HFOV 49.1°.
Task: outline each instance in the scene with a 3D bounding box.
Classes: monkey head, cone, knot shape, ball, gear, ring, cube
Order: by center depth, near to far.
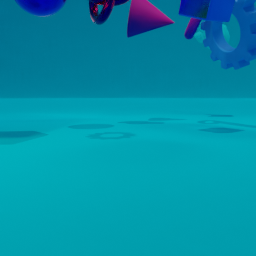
[{"bbox_3d":[1.586,-2.563,5.539,0.759,0.759,0.759,-14,33,-37],"label":"cube"},{"bbox_3d":[-1.944,-3.123,6.148,1.263,1.263,1.263,0,7,0],"label":"ball"},{"bbox_3d":[2.609,-2.475,7.107,0.357,1.931,1.931,-21,13,-17],"label":"gear"},{"bbox_3d":[-0.660,-3.408,7.153,1.577,1.476,0.729,19,23,13],"label":"knot shape"},{"bbox_3d":[1.876,-3.034,7.593,0.255,1.276,1.276,23,8,2],"label":"ring"},{"bbox_3d":[0.752,-3.313,8.503,1.336,1.331,1.331,11,7,3],"label":"cone"},{"bbox_3d":[3.082,-3.396,10.503,1.870,1.127,1.345,38,-36,-30],"label":"monkey head"}]
